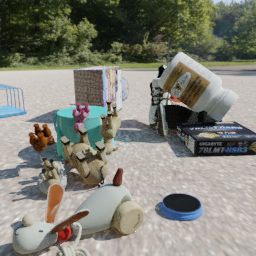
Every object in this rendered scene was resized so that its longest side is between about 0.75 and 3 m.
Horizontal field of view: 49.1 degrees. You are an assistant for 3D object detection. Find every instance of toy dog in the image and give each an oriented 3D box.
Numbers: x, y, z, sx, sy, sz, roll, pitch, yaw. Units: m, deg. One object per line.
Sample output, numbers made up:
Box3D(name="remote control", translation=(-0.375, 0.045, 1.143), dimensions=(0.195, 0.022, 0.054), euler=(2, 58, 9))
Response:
Box3D(name="toy dog", translation=(-0.739, 1.352, 4.850), dimensions=(1.494, 1.091, 2.266), euler=(12, 19, 36))

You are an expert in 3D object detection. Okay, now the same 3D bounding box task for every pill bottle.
Box3D(name="pill bottle", translation=(2.578, -1.453, 10.324), dimensions=(2.648, 1.514, 1.514), euler=(37, 24, 8))

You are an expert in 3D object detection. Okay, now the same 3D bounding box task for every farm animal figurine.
Box3D(name="farm animal figurine", translation=(-1.132, 0.543, 7.334), dimensions=(2.552, 1.331, 2.524), euler=(-17, 41, -14))

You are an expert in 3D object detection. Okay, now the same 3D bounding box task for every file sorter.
Box3D(name="file sorter", translation=(-6.536, -1.451, 14.445), dimensions=(1.602, 1.416, 2.308), euler=(-13, 20, -42))

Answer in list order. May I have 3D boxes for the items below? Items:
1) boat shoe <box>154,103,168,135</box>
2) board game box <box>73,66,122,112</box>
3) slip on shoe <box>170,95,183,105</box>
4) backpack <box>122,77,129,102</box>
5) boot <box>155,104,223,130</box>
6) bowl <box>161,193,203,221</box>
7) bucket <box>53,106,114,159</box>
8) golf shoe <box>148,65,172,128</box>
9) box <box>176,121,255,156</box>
Box3D(name="boat shoe", translation=(1.171, -0.306, 10.355), dimensions=(0.455, 1.507, 0.557), euler=(0, 50, 17))
Box3D(name="board game box", translation=(-1.377, -1.813, 13.932), dimensions=(1.435, 2.362, 2.963), euler=(3, 15, 15))
Box3D(name="slip on shoe", translation=(2.973, -1.871, 17.016), dimensions=(1.044, 0.862, 2.818), euler=(13, 21, 34))
Box3D(name="backpack", translation=(-0.807, -2.390, 17.142), dimensions=(1.550, 2.012, 1.917), euler=(12, 13, 28))
Box3D(name="boot", translation=(2.322, -0.441, 11.929), dimensions=(2.927, 0.991, 1.912), euler=(3, 3, -13))
Box3D(name="bowl", translation=(1.098, 1.592, 5.737), dimensions=(0.854, 0.168, 0.854), euler=(0, 16, 0))
Box3D(name="bucket", translation=(-1.384, 0.093, 9.012), dimensions=(2.030, 1.321, 2.030), euler=(0, 15, 0))
Box3D(name="golf shoe", translation=(1.295, -1.389, 11.982), dimensions=(1.120, 2.880, 1.361), euler=(-7, -37, 42))
Box3D(name="box", translation=(3.087, 0.301, 9.700), dimensions=(2.353, 0.585, 2.335), euler=(-1, 16, -4))
